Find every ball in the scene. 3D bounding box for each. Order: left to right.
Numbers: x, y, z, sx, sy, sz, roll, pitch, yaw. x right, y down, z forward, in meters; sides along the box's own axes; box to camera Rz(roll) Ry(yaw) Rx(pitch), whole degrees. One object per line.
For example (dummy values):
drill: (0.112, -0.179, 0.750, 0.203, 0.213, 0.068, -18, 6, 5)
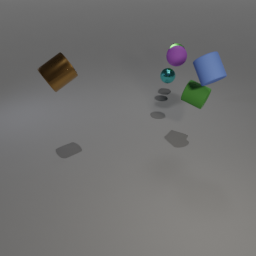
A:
ball: (1.818, -2.389, 12.798, 0.700, 0.700, 0.700, 0, 29, 0)
ball: (1.668, -2.468, 9.602, 0.700, 0.700, 0.700, 0, 29, 0)

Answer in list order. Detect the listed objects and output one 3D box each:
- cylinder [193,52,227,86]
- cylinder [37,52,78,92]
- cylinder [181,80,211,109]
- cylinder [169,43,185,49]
cylinder: (2.196, -1.585, 7.539, 0.700, 0.700, 0.700, -20, -3, -1)
cylinder: (-1.700, -1.350, 6.801, 0.700, 0.700, 0.700, -39, 38, -6)
cylinder: (2.120, -1.046, 8.737, 0.700, 0.700, 0.700, 29, 37, 16)
cylinder: (2.194, -3.385, 12.839, 0.700, 0.700, 0.700, 0, 71, -1)
